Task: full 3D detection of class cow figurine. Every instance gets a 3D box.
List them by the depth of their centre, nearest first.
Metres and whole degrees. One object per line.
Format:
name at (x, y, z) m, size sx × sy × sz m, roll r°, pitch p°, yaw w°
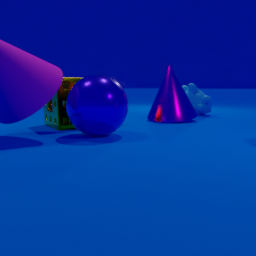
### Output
cow figurine at (2.554, -1.070, 10.869) m, size 1.702 × 0.934 × 1.675 m, roll 42°, pitch 4°, yaw 26°

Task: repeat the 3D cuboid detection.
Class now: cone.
cone at (-2.429, -1.249, 5.346) m, size 1.678 × 1.685 × 1.678 m, roll -17°, pitch 44°, yaw 17°
cone at (1.324, -1.128, 8.645) m, size 1.584 × 1.589 × 1.584 m, roll -5°, pitch 16°, yaw 1°

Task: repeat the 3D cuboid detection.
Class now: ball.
ball at (-0.658, -0.479, 6.069) m, size 1.330 × 1.330 × 1.330 m, roll 0°, pitch 9°, yaw 0°

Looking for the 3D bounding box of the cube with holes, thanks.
cube with holes at (-1.480, -0.703, 7.593) m, size 1.284 × 1.284 × 1.284 m, roll -5°, pitch 10°, yaw -31°
